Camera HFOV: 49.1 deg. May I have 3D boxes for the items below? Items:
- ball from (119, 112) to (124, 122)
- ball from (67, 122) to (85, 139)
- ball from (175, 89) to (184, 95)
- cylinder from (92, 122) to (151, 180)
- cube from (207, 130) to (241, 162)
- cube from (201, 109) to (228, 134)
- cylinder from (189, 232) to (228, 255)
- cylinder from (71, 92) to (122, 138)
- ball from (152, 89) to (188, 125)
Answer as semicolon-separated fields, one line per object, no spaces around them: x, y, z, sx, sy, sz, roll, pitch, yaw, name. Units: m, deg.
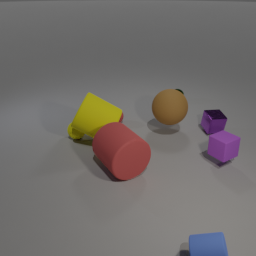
-0.541;-0.512;11.930;0.700;0.700;0.700;0;28;0;ball
-1.982;0.080;10.803;0.700;0.700;0.700;0;28;0;ball
2.443;-1.598;13.932;0.700;0.700;0.700;0;28;0;ball
-0.221;0.702;8.882;1.400;1.400;1.400;-16;32;-27;cylinder
3.107;0.582;9.102;0.700;0.700;0.700;-16;29;-28;cube
3.416;-0.263;11.179;0.700;0.700;0.700;-3;36;-12;cube
1.680;2.555;5.802;0.700;0.700;0.700;-13;24;17;cylinder
-1.135;-0.359;10.165;1.400;1.400;1.400;28;28;-8;cylinder
1.625;-0.811;10.887;1.400;1.400;1.400;0;28;0;ball
